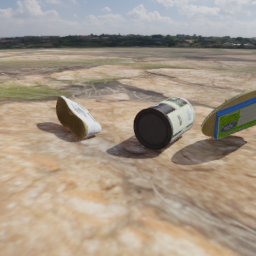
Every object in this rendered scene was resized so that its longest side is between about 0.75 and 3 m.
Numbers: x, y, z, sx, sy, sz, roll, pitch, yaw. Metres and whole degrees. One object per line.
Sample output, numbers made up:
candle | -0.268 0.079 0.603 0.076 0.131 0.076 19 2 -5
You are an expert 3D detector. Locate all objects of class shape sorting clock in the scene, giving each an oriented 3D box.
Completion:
shape sorting clock | 2.938 -0.397 7.298 2.204 2.204 0.432 -7 56 -19

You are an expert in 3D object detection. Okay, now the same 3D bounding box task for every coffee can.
coffee can | 1.018 -0.164 7.634 1.126 1.126 1.539 13 23 32

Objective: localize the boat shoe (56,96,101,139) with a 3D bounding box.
boat shoe | -1.569 -0.337 8.709 0.760 0.777 2.193 -2 31 -39
